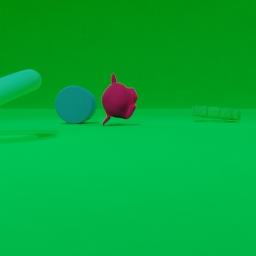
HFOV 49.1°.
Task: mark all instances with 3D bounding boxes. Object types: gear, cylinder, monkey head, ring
[{"bbox_3d":[3.309,-0.557,10.612,1.760,0.326,1.760,7,1,0],"label":"gear"},{"bbox_3d":[-1.728,-0.773,9.492,1.210,1.210,1.210,0,4,0],"label":"cylinder"},{"bbox_3d":[-0.329,-0.739,8.511,1.024,1.699,1.222,13,-22,-12],"label":"monkey head"},{"bbox_3d":[-2.238,-0.506,4.570,1.724,0.345,1.724,-22,15,6],"label":"ring"}]
